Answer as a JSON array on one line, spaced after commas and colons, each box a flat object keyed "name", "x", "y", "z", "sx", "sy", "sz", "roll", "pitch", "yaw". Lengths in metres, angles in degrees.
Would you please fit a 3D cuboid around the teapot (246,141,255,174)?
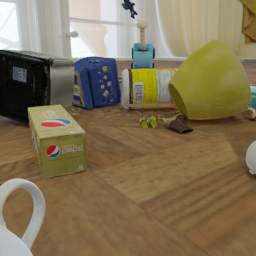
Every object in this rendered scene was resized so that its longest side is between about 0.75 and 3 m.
[{"name": "teapot", "x": 2.739, "y": 0.696, "z": 5.744, "sx": 0.860, "sy": 0.628, "sz": 0.849, "roll": 7, "pitch": 37, "yaw": -47}]

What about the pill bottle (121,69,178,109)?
[{"name": "pill bottle", "x": 1.207, "y": -1.588, "z": 11.296, "sx": 2.903, "sy": 1.586, "sz": 1.586, "roll": -1, "pitch": 18, "yaw": -5}]

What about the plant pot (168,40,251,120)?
[{"name": "plant pot", "x": 2.522, "y": -1.357, "z": 9.599, "sx": 1.910, "sy": 2.691, "sz": 2.691, "roll": -26, "pitch": 21, "yaw": -3}]

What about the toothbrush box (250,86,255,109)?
[{"name": "toothbrush box", "x": 4.844, "y": -1.166, "z": 11.169, "sx": 1.461, "sy": 0.851, "sz": 1.995, "roll": -14, "pitch": 22, "yaw": -38}]

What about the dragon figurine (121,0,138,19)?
[{"name": "dragon figurine", "x": -0.014, "y": -3.835, "z": 8.646, "sx": 0.282, "sy": 0.957, "sz": 0.476, "roll": -28, "pitch": 29, "yaw": 31}]

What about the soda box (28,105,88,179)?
[{"name": "soda box", "x": -1.821, "y": 0.168, "z": 6.874, "sx": 0.956, "sy": 0.903, "sz": 2.822, "roll": -8, "pitch": 20, "yaw": -22}]

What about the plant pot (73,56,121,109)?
[{"name": "plant pot", "x": -1.640, "y": -1.879, "z": 11.803, "sx": 1.768, "sy": 1.967, "sz": 1.967, "roll": -24, "pitch": 29, "yaw": -37}]

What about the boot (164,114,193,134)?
[{"name": "boot", "x": 1.728, "y": -0.089, "z": 8.813, "sx": 1.037, "sy": 0.375, "sz": 0.863, "roll": -12, "pitch": 33, "yaw": -36}]

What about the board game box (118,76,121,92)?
[{"name": "board game box", "x": 0.436, "y": -2.316, "z": 14.886, "sx": 2.643, "sy": 0.815, "sz": 2.642, "roll": -3, "pitch": 17, "yaw": -9}]

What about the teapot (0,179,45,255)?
[{"name": "teapot", "x": -1.613, "y": 1.346, "z": 2.409, "sx": 1.815, "sy": 1.343, "sz": 1.839, "roll": -5, "pitch": 18, "yaw": -17}]

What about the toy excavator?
[{"name": "toy excavator", "x": 0.789, "y": -4.041, "z": 14.419, "sx": 1.304, "sy": 2.539, "sz": 2.611, "roll": 1, "pitch": 6, "yaw": 2}]

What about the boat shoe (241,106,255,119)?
[{"name": "boat shoe", "x": 4.411, "y": -0.551, "z": 10.056, "sx": 0.372, "sy": 0.413, "sz": 1.148, "roll": 14, "pitch": 14, "yaw": 0}]

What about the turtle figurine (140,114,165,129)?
[{"name": "turtle figurine", "x": 0.858, "y": -0.248, "z": 9.062, "sx": 1.168, "sy": 0.376, "sz": 0.942, "roll": 6, "pitch": 18, "yaw": 17}]

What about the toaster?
[{"name": "toaster", "x": -2.982, "y": -1.312, "z": 9.080, "sx": 2.482, "sy": 2.245, "sz": 1.473, "roll": 15, "pitch": 21, "yaw": 23}]
